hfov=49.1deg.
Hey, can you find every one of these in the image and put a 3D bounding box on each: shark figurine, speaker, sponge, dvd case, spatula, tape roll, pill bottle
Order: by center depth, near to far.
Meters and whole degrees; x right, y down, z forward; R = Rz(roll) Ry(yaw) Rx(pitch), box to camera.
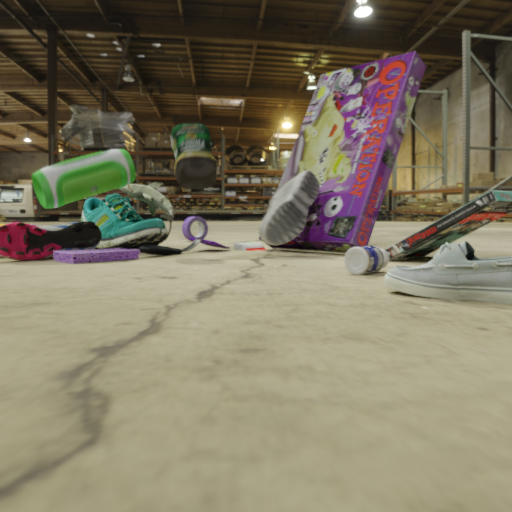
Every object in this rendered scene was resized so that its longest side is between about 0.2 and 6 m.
[{"bbox_3d":[1.690,0.062,8.452,0.419,0.419,0.701,4,5,43],"label":"pill bottle"},{"bbox_3d":[3.636,-0.523,10.289,1.684,0.254,2.306,-6,-23,-47],"label":"dvd case"},{"bbox_3d":[-3.010,-0.010,10.631,1.399,0.209,0.781,-5,7,-44],"label":"sponge"},{"bbox_3d":[-3.597,-1.646,11.798,1.994,0.882,0.882,-24,16,-30],"label":"speaker"},{"bbox_3d":[-1.564,-0.195,12.346,0.796,0.289,2.816,10,10,30],"label":"spatula"},{"bbox_3d":[-2.414,-1.158,13.609,1.747,0.729,1.044,39,39,22],"label":"shark figurine"},{"bbox_3d":[-1.900,-0.835,17.403,0.768,0.768,0.326,-3,5,-36],"label":"tape roll"}]

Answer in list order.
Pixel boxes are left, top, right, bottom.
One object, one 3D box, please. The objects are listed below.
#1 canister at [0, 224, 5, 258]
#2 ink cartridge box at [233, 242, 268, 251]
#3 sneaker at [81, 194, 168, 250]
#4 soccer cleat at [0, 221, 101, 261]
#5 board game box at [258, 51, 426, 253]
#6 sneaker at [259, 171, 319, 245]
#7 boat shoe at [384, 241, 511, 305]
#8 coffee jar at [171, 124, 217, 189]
[{"bbox_3d":[-5.817,-0.292,11.381,1.546,0.669,1.148,-2,5,-12],"label":"canister"},{"bbox_3d":[-0.084,-0.221,13.520,0.611,0.190,0.759,-4,5,-38],"label":"ink cartridge box"},{"bbox_3d":[-3.374,-0.819,13.505,1.320,1.357,3.407,-5,8,-43],"label":"sneaker"},{"bbox_3d":[-4.162,-0.218,11.044,2.200,0.768,0.950,-6,-15,-37],"label":"soccer cleat"},{"bbox_3d":[1.984,-2.384,13.170,2.896,4.825,0.779,6,-21,44],"label":"board game box"},{"bbox_3d":[0.633,-0.950,12.232,0.888,0.810,2.166,-17,28,47],"label":"sneaker"},{"bbox_3d":[2.259,0.146,6.057,1.759,0.626,0.613,3,5,33],"label":"boat shoe"},{"bbox_3d":[-1.372,-2.184,12.290,0.908,0.743,1.741,-3,43,-11],"label":"coffee jar"}]
